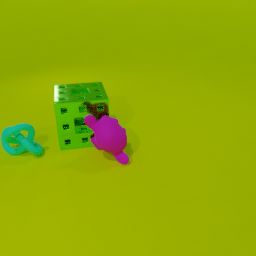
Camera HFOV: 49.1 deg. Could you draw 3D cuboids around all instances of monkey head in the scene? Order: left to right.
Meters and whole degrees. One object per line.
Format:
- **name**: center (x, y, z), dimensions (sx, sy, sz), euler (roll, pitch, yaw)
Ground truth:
- **monkey head**: center (-0.541, 0.265, 6.766), dimensions (1.056, 1.467, 0.884), euler (-36, 10, 23)

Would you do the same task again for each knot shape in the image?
- **knot shape**: center (-2.691, 0.307, 6.862), dimensions (1.041, 1.112, 0.514), euler (-4, 50, 22)

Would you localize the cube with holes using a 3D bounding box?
- **cube with holes**: center (-1.249, -0.373, 7.585), dimensions (1.318, 1.318, 1.318), euler (-6, 29, -11)
